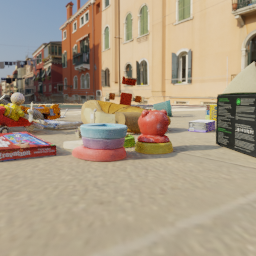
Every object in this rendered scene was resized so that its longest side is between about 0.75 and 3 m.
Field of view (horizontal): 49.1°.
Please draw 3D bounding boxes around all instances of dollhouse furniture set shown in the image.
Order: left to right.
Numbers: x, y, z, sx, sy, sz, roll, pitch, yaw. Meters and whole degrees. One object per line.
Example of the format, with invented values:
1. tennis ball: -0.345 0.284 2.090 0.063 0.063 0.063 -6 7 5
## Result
1. dollhouse furniture set: -1.372 -0.186 8.614 0.914 0.819 1.154 -5 8 -36
2. dollhouse furniture set: -0.102 -1.948 17.051 2.317 2.292 1.194 5 9 -17

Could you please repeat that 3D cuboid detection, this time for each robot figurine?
1. robot figurine: -4.579 -0.622 12.402 2.107 0.846 2.907 1 6 38

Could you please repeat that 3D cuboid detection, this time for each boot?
1. boot: -0.138 -0.345 10.029 2.138 1.051 2.986 2 8 -41

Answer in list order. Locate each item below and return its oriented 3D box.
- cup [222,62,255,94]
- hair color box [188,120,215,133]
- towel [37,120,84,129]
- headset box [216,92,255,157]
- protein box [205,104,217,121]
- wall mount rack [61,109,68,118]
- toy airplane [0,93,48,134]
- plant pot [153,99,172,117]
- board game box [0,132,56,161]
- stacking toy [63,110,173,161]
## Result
1. cup: 4.158 -0.848 9.737 1.678 2.347 2.347 -28 -10 32
2. hair color box: 2.595 -0.080 9.781 0.616 0.365 1.127 5 6 32
3. towel: -2.853 -0.184 10.911 2.051 0.244 1.507 6 6 36
4. headset box: 3.663 -0.112 5.879 2.744 1.273 2.389 -1 6 -8
5. protein box: 4.742 -0.777 14.061 1.175 0.792 1.166 -4 7 -30
6. wall mount rack: -3.982 -0.785 15.298 1.479 0.551 1.285 -6 9 -40
7. toy airplane: -3.523 -0.492 9.087 1.838 1.297 1.830 9 10 -18
8. plant pot: 2.038 -1.108 16.531 1.029 1.051 1.051 -7 5 8
9. board game box: -2.663 0.360 6.341 1.304 0.246 2.532 -5 8 -32
10. stacking toy: -0.286 0.045 6.141 2.146 0.907 1.943 -4 8 -38
